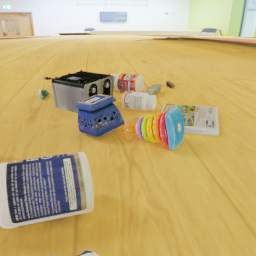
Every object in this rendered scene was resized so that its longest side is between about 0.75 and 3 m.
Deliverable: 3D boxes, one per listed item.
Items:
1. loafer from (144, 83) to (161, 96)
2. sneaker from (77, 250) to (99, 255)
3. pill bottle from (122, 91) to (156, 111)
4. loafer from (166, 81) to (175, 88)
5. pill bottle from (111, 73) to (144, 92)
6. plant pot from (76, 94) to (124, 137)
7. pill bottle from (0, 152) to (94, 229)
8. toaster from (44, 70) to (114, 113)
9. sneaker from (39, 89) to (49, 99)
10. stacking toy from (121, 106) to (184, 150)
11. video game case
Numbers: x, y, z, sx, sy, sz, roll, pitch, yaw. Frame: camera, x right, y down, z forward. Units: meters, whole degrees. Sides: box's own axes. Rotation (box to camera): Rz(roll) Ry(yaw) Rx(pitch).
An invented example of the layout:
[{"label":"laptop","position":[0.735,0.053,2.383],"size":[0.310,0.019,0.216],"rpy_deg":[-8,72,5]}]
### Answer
[{"label":"loafer","position":[1.304,-2.006,14.532],"size":[0.542,0.543,1.554],"rpy_deg":[19,29,21]},{"label":"sneaker","position":[-1.279,2.440,3.789],"size":[2.528,0.935,1.040],"rpy_deg":[-5,23,-34]},{"label":"pill bottle","position":[0.506,-1.174,12.293],"size":[1.372,0.778,0.778],"rpy_deg":[8,25,18]},{"label":"loafer","position":[2.416,-2.456,15.923],"size":[0.266,0.300,0.789],"rpy_deg":[-7,34,-18]},{"label":"pill bottle","position":[-0.108,-2.415,14.957],"size":[1.739,0.953,0.953],"rpy_deg":[11,25,23]},{"label":"plant pot","position":[-1.056,-0.505,9.907],"size":[1.269,1.141,1.269],"rpy_deg":[-27,26,-32]},{"label":"pill bottle","position":[-1.998,1.299,5.817],"size":[2.399,1.332,1.332],"rpy_deg":[-7,24,-16]},{"label":"toaster","position":[-2.129,-1.739,12.788],"size":[2.396,1.422,2.167],"rpy_deg":[14,27,29]},{"label":"sneaker","position":[-4.224,-1.733,14.105],"size":[0.486,0.413,1.066],"rpy_deg":[-3,25,-16]},{"label":"stacking toy","position":[0.715,0.025,9.431],"size":[2.166,1.257,1.189],"rpy_deg":[-3,15,29]},{"label":"video game case","position":[2.407,-0.404,11.151],"size":[2.253,0.283,2.475],"rpy_deg":[6,25,13]}]
